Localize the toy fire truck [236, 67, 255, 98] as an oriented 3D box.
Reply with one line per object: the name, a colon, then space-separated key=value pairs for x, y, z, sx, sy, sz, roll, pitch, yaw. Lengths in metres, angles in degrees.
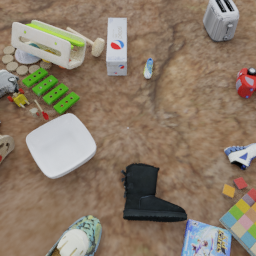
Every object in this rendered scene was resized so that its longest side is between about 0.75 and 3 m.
toy fire truck: x=5.209 y=-0.928 z=9.751 sx=2.896 sy=0.706 sz=2.042 roll=14 pitch=61 yaw=8

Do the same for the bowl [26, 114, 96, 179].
bowl: x=-2.052 y=0.624 z=8.862 sx=1.817 sy=0.679 sz=1.819 roll=-31 pitch=63 yaw=-17

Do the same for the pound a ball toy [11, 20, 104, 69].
pound a ball toy: x=-2.657 y=-3.150 z=10.856 sx=2.959 sy=1.257 sz=1.930 roll=23 pitch=31 yaw=13

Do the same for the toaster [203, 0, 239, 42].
toaster: x=3.832 y=-4.592 z=11.617 sx=1.059 sy=1.203 sz=1.863 roll=-8 pitch=60 yaw=-6

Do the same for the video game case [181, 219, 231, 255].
video game case: x=2.091 y=3.278 z=7.518 sx=1.201 sy=0.301 sz=1.325 roll=14 pitch=60 yaw=7

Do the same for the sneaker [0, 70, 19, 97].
sneaker: x=-4.528 y=-1.345 z=10.051 sx=1.001 sy=0.650 sz=1.733 roll=19 pitch=60 yaw=8

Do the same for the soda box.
soda box: x=-0.423 y=-3.236 z=11.041 sx=0.764 sy=0.818 sz=2.401 roll=0 pitch=60 yaw=0

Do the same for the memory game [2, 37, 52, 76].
memory game: x=-3.921 y=-2.977 z=11.285 sx=2.267 sy=0.144 sz=2.267 roll=0 pitch=60 yaw=0

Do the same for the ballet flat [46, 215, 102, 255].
ballet flat: x=-1.693 y=3.439 z=7.024 sx=1.090 sy=1.090 sz=2.937 roll=30 pitch=64 yaw=16

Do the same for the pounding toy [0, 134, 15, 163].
pounding toy: x=-4.433 y=0.620 z=8.675 sx=1.210 sy=1.206 sz=2.110 roll=17 pitch=80 yaw=10

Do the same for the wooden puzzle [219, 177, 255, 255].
wooden puzzle: x=3.640 y=2.687 z=7.749 sx=1.654 sy=0.196 sz=2.790 roll=-30 pitch=64 yaw=-28

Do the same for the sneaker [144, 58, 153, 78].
sneaker: x=0.785 y=-2.326 z=10.723 sx=0.324 sy=0.449 sz=0.855 roll=5 pitch=59 yaw=3

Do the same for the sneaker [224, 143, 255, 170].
sneaker: x=3.757 y=0.941 z=8.817 sx=1.289 sy=0.521 sz=0.745 roll=-9 pitch=63 yaw=3

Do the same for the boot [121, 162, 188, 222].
boot: x=0.727 y=1.863 z=8.142 sx=1.939 sy=0.717 sz=1.589 roll=2 pitch=58 yaw=4

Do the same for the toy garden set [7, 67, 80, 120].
toy garden set: x=-3.047 y=-1.050 z=10.013 sx=2.063 sy=0.412 sz=1.720 roll=38 pitch=65 yaw=18
